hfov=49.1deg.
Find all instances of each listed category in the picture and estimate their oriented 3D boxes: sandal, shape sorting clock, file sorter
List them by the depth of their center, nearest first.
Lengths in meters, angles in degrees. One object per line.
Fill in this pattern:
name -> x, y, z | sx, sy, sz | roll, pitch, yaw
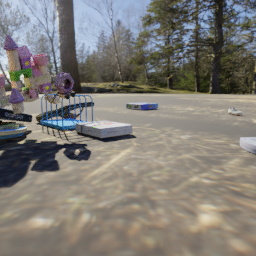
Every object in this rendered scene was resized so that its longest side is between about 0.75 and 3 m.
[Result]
shape sorting clock -> -4.455, -0.029, 7.962 | 2.995, 0.588, 2.995 | 0, 9, 0
file sorter -> -2.250, -0.652, 10.243 | 1.293, 1.143, 1.864 | -6, 10, -39
sandal -> -2.541, -0.569, 11.625 | 2.479, 0.677, 1.013 | -23, 13, -32

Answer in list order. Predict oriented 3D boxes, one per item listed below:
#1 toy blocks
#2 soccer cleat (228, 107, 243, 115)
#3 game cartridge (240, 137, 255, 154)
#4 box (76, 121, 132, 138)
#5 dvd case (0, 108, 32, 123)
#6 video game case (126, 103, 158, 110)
toy blocks -> -3.252, -1.843, 8.578 | 2.392, 2.013, 2.235 | 18, 32, 34
soccer cleat -> 5.339, -0.837, 13.979 | 0.333, 0.373, 0.961 | -3, 10, -17
game cartridge -> 3.077, 0.417, 6.268 | 0.837, 0.261, 1.256 | -5, 9, -3
box -> -0.770, 0.014, 8.665 | 1.153, 0.304, 1.479 | -7, 12, -38
dvd case -> -4.337, -0.483, 8.335 | 2.033, 0.335, 2.705 | 6, -2, 2
video game case -> 0.893, -1.408, 17.796 | 1.546, 0.351, 1.401 | -8, 12, -42
